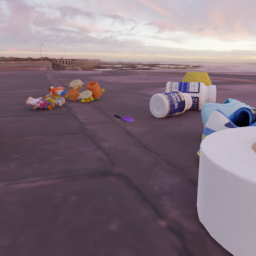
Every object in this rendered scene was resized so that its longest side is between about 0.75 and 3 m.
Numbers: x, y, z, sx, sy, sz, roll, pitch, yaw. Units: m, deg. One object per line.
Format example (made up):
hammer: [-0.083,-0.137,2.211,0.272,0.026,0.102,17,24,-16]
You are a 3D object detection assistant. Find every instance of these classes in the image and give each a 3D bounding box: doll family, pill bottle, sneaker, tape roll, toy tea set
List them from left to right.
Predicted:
doll family: [-3.415,-1.110,11.761,1.101,0.799,1.774,18,40,33]
toy tea set: [-2.432,-1.686,14.087,2.459,0.910,1.462,12,48,30]
pill bottle: [1.607,-0.885,10.201,1.543,0.857,0.857,-13,19,-38]
pill bottle: [2.515,-1.289,11.310,1.928,1.116,1.116,4,15,13]
sneaker: [3.008,-0.389,7.380,2.359,0.967,0.872,-1,-24,-22]
sneaker: [2.750,0.130,5.717,2.680,1.102,0.991,-2,13,-17]
tape roll: [2.277,0.745,3.519,2.734,0.956,2.734,0,14,0]

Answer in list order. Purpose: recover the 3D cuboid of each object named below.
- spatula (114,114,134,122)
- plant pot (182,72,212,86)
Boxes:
spatula: [-0.197,-0.358,9.662,0.295,0.107,1.045,-12,18,-35]
plant pot: [3.541,-2.226,14.559,1.897,1.347,1.897,0,13,0]
